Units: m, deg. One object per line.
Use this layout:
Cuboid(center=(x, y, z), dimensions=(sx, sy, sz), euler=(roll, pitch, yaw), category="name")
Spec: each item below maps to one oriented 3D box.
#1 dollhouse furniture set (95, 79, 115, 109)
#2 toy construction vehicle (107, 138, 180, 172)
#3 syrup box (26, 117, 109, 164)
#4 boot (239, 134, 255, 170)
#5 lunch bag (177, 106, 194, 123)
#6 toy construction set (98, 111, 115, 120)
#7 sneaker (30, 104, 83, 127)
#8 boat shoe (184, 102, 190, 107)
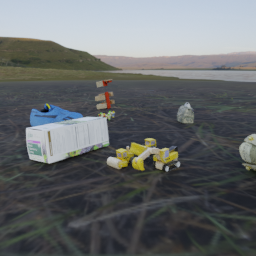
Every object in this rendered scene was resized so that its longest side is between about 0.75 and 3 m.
Cuboid(center=(-1.238, -1.942, 16.189), dimensions=(0.854, 1.640, 1.658), euler=(-7, 11, 15), category="dollhouse furniture set")
Cuboid(center=(0.437, 0.607, 6.978), dimensions=(1.704, 0.600, 1.484), euler=(-10, 16, -39), category="toy construction vehicle")
Cuboid(center=(-1.606, 0.263, 7.792), dimensions=(0.862, 0.892, 2.190), euler=(3, 13, 40), category="syrup box")
Cuboid(center=(3.083, 0.723, 5.594), dimensions=(2.731, 0.984, 2.112), euler=(-1, 12, -33), category="boot")
Cuboid(center=(2.516, -0.600, 12.216), dimensions=(0.583, 0.701, 0.836), euler=(-2, 13, -10), category="lunch bag")
Cuboid(center=(-1.049, -0.588, 12.928), dimensions=(0.820, 0.378, 0.538), euler=(0, 34, 35), category="toy construction set")
Cuboid(center=(-2.770, -0.519, 11.297), dimensions=(0.826, 0.983, 2.507), euler=(7, 13, 38), category="sneaker")
Cuboid(center=(3.555, -1.400, 16.805), dimensions=(0.306, 0.291, 0.850), euler=(2, 13, 7), category="boat shoe")
